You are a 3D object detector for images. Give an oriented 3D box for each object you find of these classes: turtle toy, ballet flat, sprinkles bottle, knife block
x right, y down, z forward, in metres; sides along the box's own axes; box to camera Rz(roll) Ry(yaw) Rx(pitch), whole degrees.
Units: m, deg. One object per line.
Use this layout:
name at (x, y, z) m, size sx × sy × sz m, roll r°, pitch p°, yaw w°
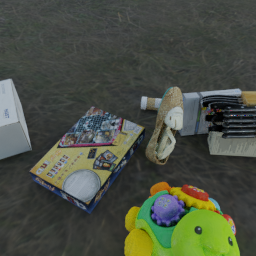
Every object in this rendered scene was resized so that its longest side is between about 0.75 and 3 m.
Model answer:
turtle toy at (1.028, 1.785, 4.850) m, size 1.983 × 1.375 × 2.721 m, roll 19°, pitch 4°, yaw -1°
ballet flat at (1.026, 0.033, 6.968) m, size 0.734 × 2.083 × 0.680 m, roll -4°, pitch 31°, yaw -31°
sprinkles bottle at (1.022, -0.750, 9.016) m, size 1.196 × 0.408 × 0.408 m, roll 6°, pitch 44°, yaw 4°
knife block at (3.321, -0.446, 7.126) m, size 2.726 × 0.872 × 2.393 m, roll -19°, pitch 30°, yaw -30°

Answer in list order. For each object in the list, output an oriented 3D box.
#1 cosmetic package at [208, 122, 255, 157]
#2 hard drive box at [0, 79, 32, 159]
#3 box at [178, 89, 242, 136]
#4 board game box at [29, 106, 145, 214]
cosmetic package at (3.056, 0.278, 7.667) m, size 1.557 × 0.805 × 0.679 m, roll 4°, pitch 38°, yaw 4°
hard drive box at (-4.399, -0.037, 7.684) m, size 2.905 × 1.116 × 2.264 m, roll -17°, pitch 44°, yaw -14°
box at (2.344, -0.440, 8.076) m, size 1.666 × 1.299 × 0.343 m, roll -6°, pitch 37°, yaw -7°
board game box at (-0.962, 0.665, 7.400) m, size 1.812 × 0.463 × 2.674 m, roll 23°, pitch 53°, yaw 21°
